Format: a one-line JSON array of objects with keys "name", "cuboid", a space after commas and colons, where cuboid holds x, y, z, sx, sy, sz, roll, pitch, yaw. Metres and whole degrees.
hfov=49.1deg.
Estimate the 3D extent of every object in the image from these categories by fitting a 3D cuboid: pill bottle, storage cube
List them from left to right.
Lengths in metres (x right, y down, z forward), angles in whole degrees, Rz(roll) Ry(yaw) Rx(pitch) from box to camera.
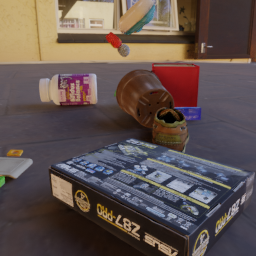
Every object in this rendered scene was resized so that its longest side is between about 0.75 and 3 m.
[{"name": "pill bottle", "cuboid": [-2.649, -1.736, 12.653, 2.465, 1.384, 1.384, -3, 17, -7]}, {"name": "storage cube", "cuboid": [1.903, -1.749, 11.851, 2.073, 1.863, 1.772, 0, 17, 3]}]

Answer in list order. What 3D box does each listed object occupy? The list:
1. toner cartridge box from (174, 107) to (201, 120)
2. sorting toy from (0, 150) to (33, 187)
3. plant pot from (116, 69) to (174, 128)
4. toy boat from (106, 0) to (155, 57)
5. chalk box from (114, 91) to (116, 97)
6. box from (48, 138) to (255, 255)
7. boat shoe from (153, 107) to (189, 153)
[{"name": "toner cartridge box", "cuboid": [2.170, -0.524, 10.220, 0.956, 0.454, 0.206, -1, 16, -4]}, {"name": "sorting toy", "cuboid": [-2.652, 0.869, 6.030, 0.922, 0.223, 1.637, 6, 18, 5]}, {"name": "plant pot", "cuboid": [0.636, -0.968, 9.752, 1.810, 1.810, 1.792, -4, 25, -13]}, {"name": "toy boat", "cuboid": [0.138, -4.238, 11.984, 2.534, 1.177, 2.130, -54, 21, -17]}, {"name": "chalk box", "cuboid": [0.155, -1.583, 12.332, 1.559, 0.966, 0.973, 3, 44, 8]}, {"name": "box", "cuboid": [0.365, 0.973, 4.847, 2.802, 0.688, 2.259, 14, 23, 39]}, {"name": "boat shoe", "cuboid": [1.211, -0.064, 7.700, 1.074, 1.015, 2.984, 1, 17, 5]}]
